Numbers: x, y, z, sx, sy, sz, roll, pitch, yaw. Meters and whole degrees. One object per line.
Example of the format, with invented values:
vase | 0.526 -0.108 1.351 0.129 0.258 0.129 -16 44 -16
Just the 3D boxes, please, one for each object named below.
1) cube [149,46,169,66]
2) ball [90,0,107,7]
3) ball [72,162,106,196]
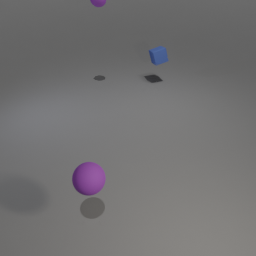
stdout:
cube | 1.545 -3.662 14.167 0.700 0.700 0.700 -21 28 -5
ball | -1.217 -5.342 11.501 0.700 0.700 0.700 0 33 0
ball | -0.822 1.066 5.902 0.700 0.700 0.700 0 33 0
